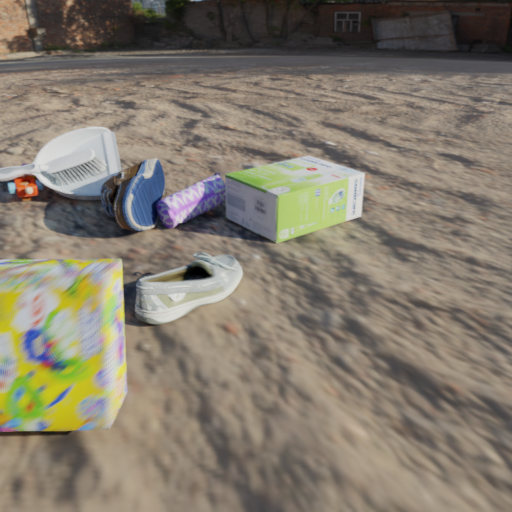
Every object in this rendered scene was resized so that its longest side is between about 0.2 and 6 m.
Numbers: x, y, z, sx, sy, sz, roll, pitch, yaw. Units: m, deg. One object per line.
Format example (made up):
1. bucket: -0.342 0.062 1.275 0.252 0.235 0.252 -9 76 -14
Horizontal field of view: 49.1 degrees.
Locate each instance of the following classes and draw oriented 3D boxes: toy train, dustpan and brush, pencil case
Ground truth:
1. toy train: -5.040 -1.826 13.960 2.222 0.618 1.669 -14 35 -28
2. dustpan and brush: -4.864 -2.093 13.467 3.017 0.863 2.106 -16 64 -1
3. pencil case: -1.334 -1.175 12.119 1.657 0.695 0.708 -31 27 -29

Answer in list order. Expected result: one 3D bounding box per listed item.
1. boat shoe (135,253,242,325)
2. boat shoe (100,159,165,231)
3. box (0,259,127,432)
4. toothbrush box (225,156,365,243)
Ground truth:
1. boat shoe: -1.022 0.377 8.953 0.808 0.703 2.191 21 30 36
2. boat shoe: -2.757 -1.261 12.283 1.122 1.120 3.101 -11 22 5
3. box: -2.389 0.952 6.289 1.650 1.713 1.045 0 9 -2
4. toothbrush box: 0.827 -1.308 12.182 2.494 1.074 1.816 -16 30 -34
